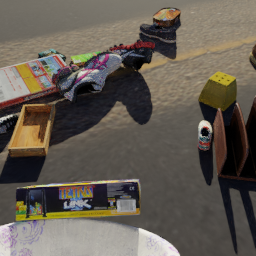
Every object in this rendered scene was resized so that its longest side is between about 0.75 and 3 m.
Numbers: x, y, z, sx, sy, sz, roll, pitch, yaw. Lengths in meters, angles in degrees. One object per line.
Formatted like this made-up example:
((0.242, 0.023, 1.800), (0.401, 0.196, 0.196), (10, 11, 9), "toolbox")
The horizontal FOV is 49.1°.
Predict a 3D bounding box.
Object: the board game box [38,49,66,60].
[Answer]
((-3.173, -3.000, 11.708), (0.710, 0.148, 1.050), (-32, 50, -31), "board game box")

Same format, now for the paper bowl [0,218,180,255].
((-0.727, 2.346, 3.940), (2.886, 2.886, 1.501), (4, 85, 5), "paper bowl")

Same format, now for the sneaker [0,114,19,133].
((-3.862, -0.052, 8.081), (0.648, 0.476, 1.432), (27, 50, 24), "sneaker")

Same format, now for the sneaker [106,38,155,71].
((0.023, -2.722, 10.833), (2.195, 1.072, 0.776), (-2, 1, 32), "sneaker")

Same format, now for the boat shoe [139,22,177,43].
((1.414, -4.662, 13.206), (0.781, 0.674, 2.149), (-33, 51, -32), "boat shoe")

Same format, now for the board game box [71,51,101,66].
((-1.638, -2.860, 11.526), (1.310, 0.196, 0.626), (-17, 45, -16), "board game box")

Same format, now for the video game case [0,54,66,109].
((-3.513, -1.767, 10.109), (2.876, 0.251, 2.056), (-22, 50, -22), "video game case")

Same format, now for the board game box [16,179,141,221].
((-0.784, 1.316, 5.376), (2.068, 1.709, 0.586), (-4, 82, 2), "board game box")

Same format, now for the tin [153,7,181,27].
((2.054, -5.899, 14.855), (1.155, 0.432, 2.062), (23, 46, 18), "tin")

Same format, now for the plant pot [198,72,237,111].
((3.021, -1.277, 9.204), (0.959, 0.846, 0.959), (31, 50, 30), "plant pot")

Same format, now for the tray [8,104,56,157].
((-2.710, 0.018, 8.104), (0.954, 0.358, 1.934), (-2, 42, -3), "tray")

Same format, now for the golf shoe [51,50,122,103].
((-1.192, -1.761, 9.812), (2.799, 1.016, 1.289), (-33, 75, -30), "golf shoe")

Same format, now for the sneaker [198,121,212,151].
((2.193, 0.083, 7.876), (0.404, 0.537, 1.148), (10, 43, 12), "sneaker")

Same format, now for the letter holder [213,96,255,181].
((2.856, 0.135, 7.175), (0.978, 1.382, 1.945), (6, 42, 7), "letter holder")

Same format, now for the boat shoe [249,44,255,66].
((5.544, -2.516, 10.545), (0.998, 0.936, 2.772), (-7, 42, -8), "boat shoe")
